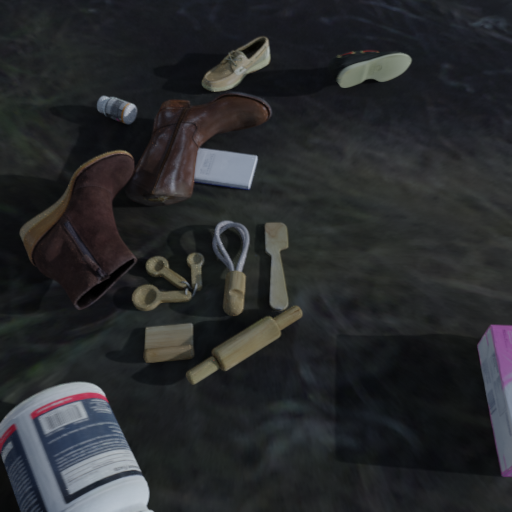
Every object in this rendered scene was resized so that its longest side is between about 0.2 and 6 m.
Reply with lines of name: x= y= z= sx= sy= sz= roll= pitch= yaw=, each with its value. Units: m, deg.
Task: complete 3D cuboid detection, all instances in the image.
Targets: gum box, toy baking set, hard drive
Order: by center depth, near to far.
gum box: x=4.229 y=2.102 z=8.411 sx=1.279 sy=0.745 sz=2.254 roll=2 pitch=55 yaw=3
toy baking set: x=-0.553 y=0.576 z=9.715 sx=3.467 sy=0.403 sz=2.661 roll=-26 pitch=59 yaw=-17
hard drive: x=-0.701 y=-1.804 z=11.551 sx=1.300 sy=0.165 sz=0.858 roll=9 pitch=56 yaw=7

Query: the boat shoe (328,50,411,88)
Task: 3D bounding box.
boat shoe: x=2.650 y=-4.439 z=12.951 sx=2.099 sy=0.768 sz=0.658 roll=-17 pitch=60 yaw=-22

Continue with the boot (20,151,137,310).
boot: x=-2.747 y=-0.522 z=10.072 sx=2.673 sy=0.967 sz=2.223 roll=-44 pitch=60 yaw=-12

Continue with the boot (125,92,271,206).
boot: x=-1.116 y=-2.075 z=11.289 sx=2.601 sy=0.896 sz=2.790 roll=-1 pitch=50 yaw=15

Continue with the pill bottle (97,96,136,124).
pill bottle: x=-3.089 y=-3.242 z=12.404 sx=0.789 sy=0.459 sz=0.459 roll=22 pitch=58 yaw=16

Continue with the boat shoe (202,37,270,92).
boat shoe: x=-0.477 y=-4.548 z=13.208 sx=1.996 sy=0.648 sz=0.720 roll=-36 pitch=62 yaw=-23

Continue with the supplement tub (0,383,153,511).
supplement tub: x=-2.346 y=2.907 z=7.343 sx=1.501 sy=1.501 sz=2.140 roll=-26 pitch=62 yaw=-17
